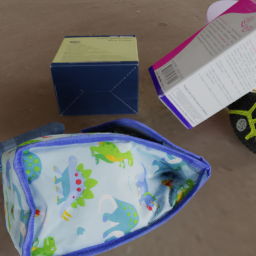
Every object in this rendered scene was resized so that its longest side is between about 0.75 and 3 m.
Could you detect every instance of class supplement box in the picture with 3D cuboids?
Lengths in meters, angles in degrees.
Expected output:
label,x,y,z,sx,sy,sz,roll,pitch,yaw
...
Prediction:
label,x,y,z,sx,sy,sz,roll,pitch,yaw
supplement box,-0.815,-1.585,8.043,2.209,1.483,2.207,-1,37,-1
supplement box,2.068,-1.476,6.593,2.761,1.427,1.397,-35,37,20

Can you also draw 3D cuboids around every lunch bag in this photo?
label,x,y,z,sx,sy,sz,roll,pitch,yaw
lunch bag,-0.446,0.779,4.288,2.625,1.673,2.232,-3,-4,-28

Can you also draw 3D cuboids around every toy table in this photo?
label,x,y,z,sx,sy,sz,roll,pitch,yaw
toy table,3.502,-2.564,8.760,2.513,1.601,2.734,-18,56,-4

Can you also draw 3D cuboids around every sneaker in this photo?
label,x,y,z,sx,sy,sz,roll,pitch,yaw
sneaker,3.127,-0.442,6.919,1.117,1.103,2.925,14,40,-23

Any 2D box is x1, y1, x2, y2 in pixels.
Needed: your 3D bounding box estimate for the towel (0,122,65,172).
label,x,y,z,sx,sy,sz,roll,pitch,yaw
towel,-2.124,0.427,5.400,1.868,0.453,1.043,-24,16,-20
